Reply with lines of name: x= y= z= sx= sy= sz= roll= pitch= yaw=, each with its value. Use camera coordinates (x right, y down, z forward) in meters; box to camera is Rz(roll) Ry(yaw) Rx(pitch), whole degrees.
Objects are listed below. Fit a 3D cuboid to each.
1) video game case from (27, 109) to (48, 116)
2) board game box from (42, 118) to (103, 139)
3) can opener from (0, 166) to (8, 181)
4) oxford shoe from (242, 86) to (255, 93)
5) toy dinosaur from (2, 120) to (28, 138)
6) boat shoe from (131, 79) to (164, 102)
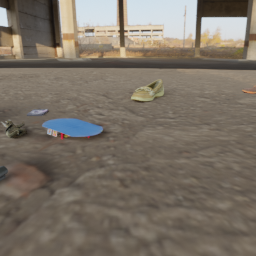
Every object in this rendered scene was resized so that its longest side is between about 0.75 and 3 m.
video game case: x=-3.555 y=-0.612 z=11.048 sx=0.595 sy=0.079 sz=0.832 roll=0 pitch=16 yaw=0
board game box: x=-1.630 y=0.110 z=8.359 sx=1.763 sy=0.343 sz=1.393 roll=17 pitch=19 yaw=29
can opener: x=-2.753 y=1.118 z=5.267 sx=0.413 sy=0.327 sz=1.244 roll=39 pitch=26 yaw=4
oxford shoe: x=6.922 y=-2.138 z=15.218 sx=1.326 sy=0.483 sz=0.473 roll=3 pitch=18 yaw=11
toy dinosaur: x=-3.333 y=0.123 z=8.273 sx=0.642 sy=0.483 sz=1.255 roll=-19 pitch=28 yaw=-18
boat shoe: x=0.999 y=-1.836 z=13.694 sx=0.945 sy=0.815 sz=2.590 roll=12 pitch=21 yaw=35
